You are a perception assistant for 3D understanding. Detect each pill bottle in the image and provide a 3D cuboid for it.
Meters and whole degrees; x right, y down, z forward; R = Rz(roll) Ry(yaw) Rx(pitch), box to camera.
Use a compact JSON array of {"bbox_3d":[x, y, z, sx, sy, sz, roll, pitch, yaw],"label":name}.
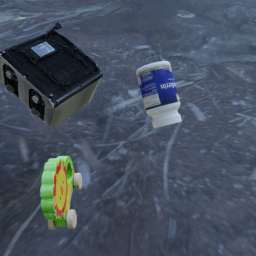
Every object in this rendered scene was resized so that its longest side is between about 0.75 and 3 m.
[{"bbox_3d":[0.733,-0.742,6.421,0.811,1.401,0.811,-15,1,0],"label":"pill bottle"}]

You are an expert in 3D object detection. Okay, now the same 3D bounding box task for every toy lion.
[{"bbox_3d":[-0.903,0.772,3.720,0.363,1.012,1.056,-2,39,2],"label":"toy lion"}]

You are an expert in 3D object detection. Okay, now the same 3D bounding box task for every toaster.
[{"bbox_3d":[-1.679,-1.179,6.266,1.714,1.125,1.896,41,51,7],"label":"toaster"}]
